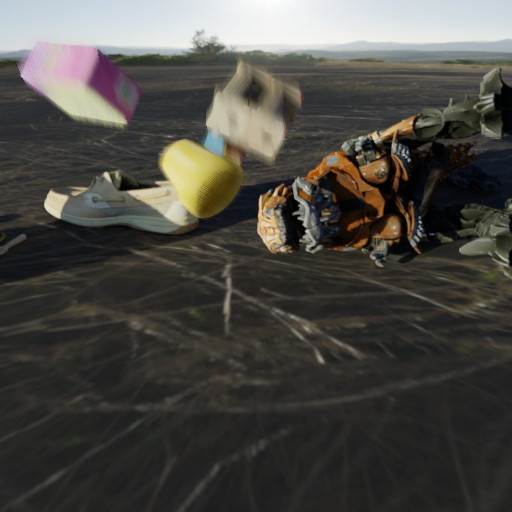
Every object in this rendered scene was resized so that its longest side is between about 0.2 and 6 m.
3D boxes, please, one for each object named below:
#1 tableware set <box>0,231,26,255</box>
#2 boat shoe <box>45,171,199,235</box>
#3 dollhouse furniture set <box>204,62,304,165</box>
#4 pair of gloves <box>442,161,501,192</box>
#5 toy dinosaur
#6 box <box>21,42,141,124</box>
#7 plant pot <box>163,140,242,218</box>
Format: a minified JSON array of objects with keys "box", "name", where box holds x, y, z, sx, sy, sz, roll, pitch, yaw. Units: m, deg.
[{"box":[-5.211,-0.238,8.593,2.785,0.427,1.876,4,23,9],"name":"tableware set"},{"box":[-2.396,-1.052,9.829,2.950,0.958,1.064,8,24,19],"name":"boat shoe"},{"box":[-0.159,-1.935,8.982,1.140,1.627,1.147,26,46,-2],"name":"dollhouse furniture set"},{"box":[3.574,-1.822,12.459,3.192,0.395,2.844,1,21,-5],"name":"pair of gloves"},{"box":[2.359,-1.328,8.886,3.601,2.710,5.305,0,38,44],"name":"toy dinosaur"},{"box":[-2.568,-2.558,8.317,1.242,0.601,1.093,15,-10,27],"name":"box"},{"box":[-0.881,-1.251,8.545,1.007,1.007,0.948,-22,55,-42],"name":"plant pot"}]
